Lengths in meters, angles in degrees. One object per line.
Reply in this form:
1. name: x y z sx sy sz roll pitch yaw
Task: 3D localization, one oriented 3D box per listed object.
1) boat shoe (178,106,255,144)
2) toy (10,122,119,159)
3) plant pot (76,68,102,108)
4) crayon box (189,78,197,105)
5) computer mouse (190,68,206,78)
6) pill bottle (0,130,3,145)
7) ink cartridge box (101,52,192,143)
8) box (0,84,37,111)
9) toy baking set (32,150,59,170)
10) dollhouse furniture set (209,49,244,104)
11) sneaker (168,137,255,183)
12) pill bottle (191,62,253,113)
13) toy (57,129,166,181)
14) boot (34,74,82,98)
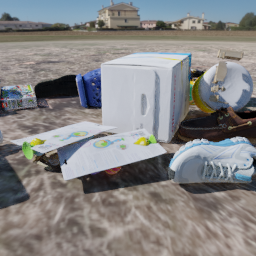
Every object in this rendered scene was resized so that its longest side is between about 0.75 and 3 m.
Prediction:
1. boat shoe: 2.822 -0.152 7.807 2.827 0.994 0.995 -2 29 0
2. toy: -1.507 0.346 7.057 1.355 0.555 2.353 11 16 39
3. plant pot: -1.366 -1.548 11.058 1.221 1.358 1.358 -11 23 -9
4. crayon box: 3.346 -1.513 11.606 2.658 0.774 1.578 2 21 6
5. computer mouse: 2.141 -2.174 12.962 2.939 0.645 1.611 -4 4 44
6. pill bottle: -3.804 0.329 7.085 0.623 0.623 1.076 19 29 40
7. ink cartridge box: 0.694 -1.150 8.804 2.081 2.118 2.877 7 22 20
8. box: -4.576 -1.313 11.609 1.319 0.416 2.397 -9 23 -21
9. toy baking set: -1.927 0.724 6.780 0.702 0.106 0.915 4 21 9
10. dollhouse furniture set: 2.633 -1.370 7.487 0.617 1.394 0.722 11 4 9
11. sneaker: 1.958 0.760 5.727 2.360 0.885 1.022 -10 28 -23
12. pill bottle: 2.982 -1.237 9.376 1.498 1.498 2.742 1 2 4
13. toy: -0.381 0.662 6.278 2.186 0.516 1.259 -16 29 -14
14. boot: -3.093 -2.056 12.975 2.431 0.941 1.681 -6 17 -17
